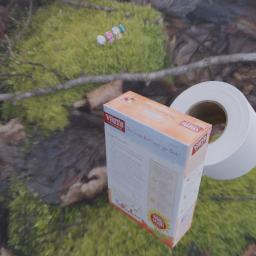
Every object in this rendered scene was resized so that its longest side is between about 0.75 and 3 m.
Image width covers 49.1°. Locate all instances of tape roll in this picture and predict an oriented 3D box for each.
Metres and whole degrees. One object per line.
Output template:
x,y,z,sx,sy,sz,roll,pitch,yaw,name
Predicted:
1.892,0.093,6.163,1.884,1.294,1.884,-17,61,33,tape roll

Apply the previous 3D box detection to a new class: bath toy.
-0.437,-2.332,7.152,0.767,0.284,0.334,-28,99,-5,bath toy

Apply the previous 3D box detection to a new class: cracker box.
0.475,0.873,5.731,1.884,2.812,0.811,28,44,33,cracker box
